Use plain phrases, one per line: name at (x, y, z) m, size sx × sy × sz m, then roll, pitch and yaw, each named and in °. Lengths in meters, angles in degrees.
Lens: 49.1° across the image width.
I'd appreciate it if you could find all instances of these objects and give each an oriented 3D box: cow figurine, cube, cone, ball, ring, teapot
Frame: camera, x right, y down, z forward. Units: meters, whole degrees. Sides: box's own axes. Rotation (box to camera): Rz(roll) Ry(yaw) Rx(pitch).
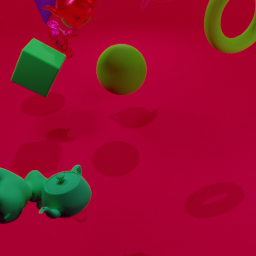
cow figurine at (-1.555, 0.990, 4.052) m, size 1.082 × 0.604 × 1.100 m, roll 25°, pitch 15°, yaw -21°
cube at (-2.173, -1.475, 6.876) m, size 0.895 × 0.895 × 0.895 m, roll 26°, pitch 30°, yaw -17°
cone at (-2.574, -3.970, 8.814) m, size 1.444 × 1.449 × 1.444 m, roll 2°, pitch 0°, yaw 0°
ball at (-0.157, -1.411, 6.845) m, size 1.217 × 1.217 × 1.217 m, roll 0°, pitch 35°, yaw 0°
ring at (2.168, -2.205, 5.501) m, size 1.475 × 1.475 × 0.295 m, roll -12°, pitch 34°, yaw -16°
teapot at (-0.899, 0.907, 3.923) m, size 0.700 × 0.551 × 1.125 m, roll 0°, pitch 28°, yaw 17°
teapot at (-1.072, -2.363, 5.353) m, size 1.313 × 0.643 × 0.816 m, roll -3°, pitch 70°, yaw 35°

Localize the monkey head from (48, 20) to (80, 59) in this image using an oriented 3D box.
monkey head at (-1.717, -2.426, 7.546) m, size 0.807 × 1.122 × 0.676 m, roll -30°, pitch 21°, yaw -3°

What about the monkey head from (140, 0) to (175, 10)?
monkey head at (0.524, -2.147, 4.000) m, size 1.040 × 0.627 × 0.748 m, roll -18°, pitch 9°, yaw 26°
